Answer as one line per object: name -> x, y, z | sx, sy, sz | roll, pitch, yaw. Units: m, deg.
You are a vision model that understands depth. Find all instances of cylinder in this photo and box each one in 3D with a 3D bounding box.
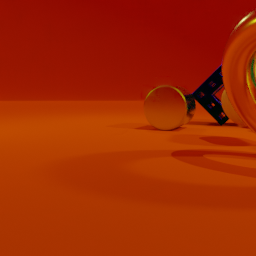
cylinder -> 2.240, -0.565, 4.906 | 0.858, 0.858, 0.858 | -2, -19, -16
cylinder -> 1.108, -0.539, 7.296 | 1.108, 1.108, 1.108 | 3, 7, 25

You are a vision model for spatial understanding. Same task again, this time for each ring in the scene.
ring -> 1.924, -0.437, 3.091 | 0.407, 2.036, 2.036 | -37, 20, -19

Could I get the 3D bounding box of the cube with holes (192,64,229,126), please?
cube with holes -> 2.898, -1.001, 8.465 | 1.263, 1.263, 1.263 | 48, 20, 11
